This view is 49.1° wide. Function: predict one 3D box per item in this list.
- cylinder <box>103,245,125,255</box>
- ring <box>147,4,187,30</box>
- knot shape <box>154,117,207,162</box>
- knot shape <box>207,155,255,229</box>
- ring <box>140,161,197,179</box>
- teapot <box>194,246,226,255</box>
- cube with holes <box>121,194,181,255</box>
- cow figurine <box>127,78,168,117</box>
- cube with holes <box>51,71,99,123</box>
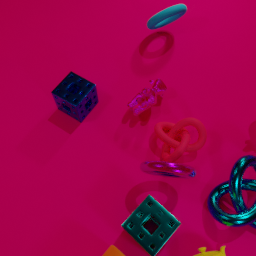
[{"bbox_3d":[-0.247,2.828,4.982,1.003,1.003,1.003,37,69,18],"label":"cylinder"},{"bbox_3d":[1.102,-3.162,8.003,1.211,1.211,0.242,-25,97,-13],"label":"ring"},{"bbox_3d":[1.127,0.192,6.642,1.230,0.568,1.151,-40,50,-8],"label":"knot shape"},{"bbox_3d":[2.411,1.476,5.829,1.524,0.753,1.629,-22,73,6],"label":"knot shape"},{"bbox_3d":[0.804,0.850,5.667,1.146,1.146,0.229,7,78,4],"label":"ring"},{"bbox_3d":[1.520,2.587,5.263,1.356,0.843,0.664,1,67,-40],"label":"teapot"},{"bbox_3d":[0.453,1.964,5.583,0.800,0.800,0.800,40,74,19],"label":"cube with holes"},{"bbox_3d":[0.504,-0.804,7.235,1.089,1.071,0.598,-38,95,18],"label":"cow figurine"},{"bbox_3d":[-1.314,-0.778,7.101,0.776,0.776,0.776,30,66,15],"label":"cube with holes"}]
